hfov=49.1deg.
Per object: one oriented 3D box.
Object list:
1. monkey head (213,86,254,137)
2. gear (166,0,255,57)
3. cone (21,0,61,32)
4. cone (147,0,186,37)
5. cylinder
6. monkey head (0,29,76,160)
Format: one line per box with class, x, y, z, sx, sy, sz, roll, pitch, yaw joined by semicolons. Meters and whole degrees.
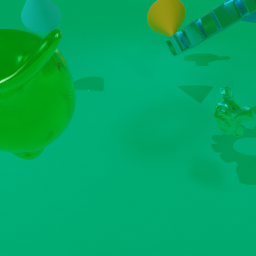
monkey head;1.925;-0.253;5.069;0.734;1.020;0.614;-13;12;39
gear;1.546;-1.856;4.995;1.774;0.328;1.774;-29;7;4
cone;-2.460;-3.428;7.609;1.121;1.125;1.121;2;72;-6
cone;1.111;-2.738;7.519;1.074;1.074;1.079;-2;49;-3
cylinder;2.751;-2.998;6.130;1.031;1.031;1.031;17;9;-3
monkey head;-0.855;-0.108;1.746;0.897;1.489;1.071;29;61;-5
